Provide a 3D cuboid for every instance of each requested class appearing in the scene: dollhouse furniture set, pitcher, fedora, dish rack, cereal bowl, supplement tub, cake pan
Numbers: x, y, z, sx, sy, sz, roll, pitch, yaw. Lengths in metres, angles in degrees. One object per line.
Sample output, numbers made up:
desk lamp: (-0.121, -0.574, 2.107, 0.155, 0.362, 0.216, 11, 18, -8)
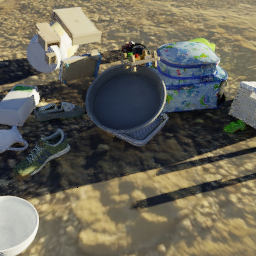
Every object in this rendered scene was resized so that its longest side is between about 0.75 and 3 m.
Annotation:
dollhouse furniture set: (-2.549, -3.086, 11.301, 2.492, 2.640, 1.722, -21, 60, -30)
pitcher: (-3.967, 0.478, 8.944, 1.080, 0.763, 1.259, 39, 41, 26)
fedora: (0.428, -3.042, 11.729, 1.049, 1.049, 0.479, 21, 60, 23)
dish rack: (0.102, -0.196, 9.907, 2.218, 0.483, 1.904, 25, 44, 27)
cereal bowl: (-2.904, 2.370, 6.477, 1.572, 0.655, 1.572, 10, 30, -6)
supplement tub: (-3.562, -3.876, 13.384, 1.801, 1.801, 2.494, 8, 40, 10)
cake pan: (-0.066, -0.954, 9.312, 2.673, 0.490, 2.673, -5, 62, 10)

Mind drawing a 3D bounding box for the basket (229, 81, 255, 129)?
basket: (4.651, -0.774, 9.730, 1.544, 1.241, 1.530, -7, 34, -39)

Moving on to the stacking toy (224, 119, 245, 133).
stacking toy: (4.998, 0.243, 9.232, 2.825, 0.664, 2.130, -16, 32, -8)

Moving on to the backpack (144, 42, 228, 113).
backpack: (1.945, -1.997, 10.752, 2.991, 2.198, 2.737, -10, 37, -2)

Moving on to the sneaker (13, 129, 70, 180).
sneaker: (-2.649, 0.684, 8.504, 0.649, 0.870, 1.937, 31, 48, 32)

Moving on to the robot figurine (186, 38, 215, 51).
robot figurine: (2.948, -3.373, 13.118, 2.390, 1.383, 2.097, -23, 44, -26)

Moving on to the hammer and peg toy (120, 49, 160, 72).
hammer and peg toy: (0.325, -2.327, 9.430, 1.088, 0.522, 1.480, -15, 23, -14)

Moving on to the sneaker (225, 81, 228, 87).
sneaker: (3.868, -1.956, 12.271, 0.917, 0.359, 0.412, 0, 22, -8)

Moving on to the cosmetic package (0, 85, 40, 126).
cosmetic package: (-4.110, -0.879, 10.551, 0.925, 0.729, 1.720, 6, 38, 4)

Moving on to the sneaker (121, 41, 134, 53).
sneaker: (0.167, -4.087, 14.730, 0.874, 0.573, 1.514, -25, 35, -20)

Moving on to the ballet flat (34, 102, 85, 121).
ballet flat: (-2.538, -0.676, 10.405, 1.866, 0.594, 0.629, -11, 40, -13)
